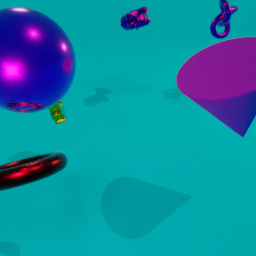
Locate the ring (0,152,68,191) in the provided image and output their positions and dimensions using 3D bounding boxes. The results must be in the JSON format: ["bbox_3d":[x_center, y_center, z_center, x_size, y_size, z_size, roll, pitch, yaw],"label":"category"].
[{"bbox_3d":[-1.387,0.563,3.709,1.183,0.237,1.183,-13,3,1],"label":"ring"}]

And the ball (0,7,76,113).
[{"bbox_3d":[-1.168,-0.741,3.160,1.148,1.148,1.148,0,36,0],"label":"ball"}]

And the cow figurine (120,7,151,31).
[{"bbox_3d":[0.192,-3.301,8.571,1.189,0.652,1.170,-28,21,-24],"label":"cow figurine"}]

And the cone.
[{"bbox_3d":[1.884,-0.407,4.904,1.655,1.661,1.655,-18,38,15],"label":"cone"}]

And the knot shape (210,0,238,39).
[{"bbox_3d":[3.087,-3.529,8.915,0.552,1.195,1.119,23,45,22],"label":"knot shape"}]

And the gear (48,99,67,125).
[{"bbox_3d":[-1.625,-0.685,5.997,0.224,1.212,1.212,-19,38,-6],"label":"gear"}]
